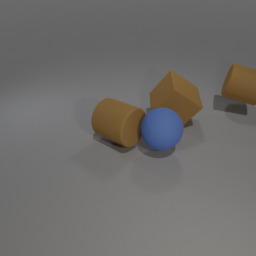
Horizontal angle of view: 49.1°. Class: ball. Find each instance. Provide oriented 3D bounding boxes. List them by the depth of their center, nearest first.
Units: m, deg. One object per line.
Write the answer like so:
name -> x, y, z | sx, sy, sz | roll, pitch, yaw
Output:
ball -> 1.111, 0.031, 9.219 | 1.400, 1.400, 1.400 | 0, 33, 0

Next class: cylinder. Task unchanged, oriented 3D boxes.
cylinder -> -0.309, -0.213, 9.770 | 1.400, 1.400, 1.400 | 22, 39, 34
cylinder -> 4.766, -1.792, 11.532 | 1.400, 1.400, 1.400 | 19, 36, 8

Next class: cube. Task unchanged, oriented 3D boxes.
cube -> 1.816, -1.082, 10.864 | 1.400, 1.400, 1.400 | 28, 37, -22
